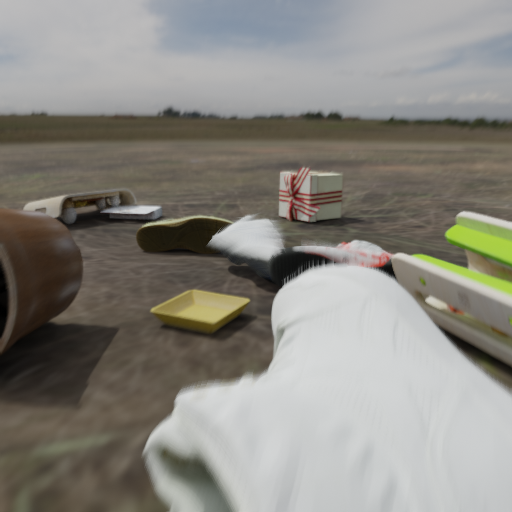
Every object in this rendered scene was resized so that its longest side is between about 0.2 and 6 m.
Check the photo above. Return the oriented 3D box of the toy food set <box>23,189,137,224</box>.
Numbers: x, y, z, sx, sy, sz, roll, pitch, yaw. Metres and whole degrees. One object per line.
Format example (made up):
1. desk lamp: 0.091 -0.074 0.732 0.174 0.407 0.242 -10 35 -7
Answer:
1. toy food set: -4.097 -1.097 13.047 1.540 0.648 2.146 -4 8 39

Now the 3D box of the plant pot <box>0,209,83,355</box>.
1. plant pot: -2.779 0.220 5.777 1.770 1.770 1.752 3 7 10

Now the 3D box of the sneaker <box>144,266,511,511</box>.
1. sneaker: 0.213 0.890 3.783 1.955 1.246 3.383 -1 15 -16

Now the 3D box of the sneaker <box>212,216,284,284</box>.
1. sneaker: 0.066 -0.182 8.357 0.811 0.694 1.863 -46 39 -13

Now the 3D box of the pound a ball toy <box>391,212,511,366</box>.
1. pound a ball toy: 2.214 0.592 5.764 1.799 1.172 2.759 -31 23 -12

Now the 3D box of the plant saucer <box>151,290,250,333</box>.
1. plant saucer: -0.647 0.677 6.673 0.882 0.214 0.882 7 17 26

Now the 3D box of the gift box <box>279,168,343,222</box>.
1. gift box: 1.260 -1.424 12.883 1.221 1.207 1.308 -9 10 -36

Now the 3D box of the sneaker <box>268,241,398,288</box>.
1. sneaker: 1.047 0.148 7.633 1.949 0.651 1.044 4 13 -9

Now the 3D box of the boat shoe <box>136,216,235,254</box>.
1. boat shoe: -1.176 -0.405 10.030 1.873 0.683 0.589 -5 18 10

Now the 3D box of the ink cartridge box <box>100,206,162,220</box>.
1. ink cartridge box: -2.890 -0.970 13.022 1.136 0.247 0.986 3 15 11
